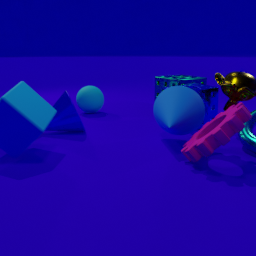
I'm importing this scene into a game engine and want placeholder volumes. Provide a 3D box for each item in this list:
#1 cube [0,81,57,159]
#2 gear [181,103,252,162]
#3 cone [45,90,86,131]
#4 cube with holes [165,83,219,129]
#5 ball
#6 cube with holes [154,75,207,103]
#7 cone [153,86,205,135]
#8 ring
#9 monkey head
[{"bbox_3d":[-2.470,-0.197,6.327,1.072,1.072,1.072,-39,19,20],"label":"cube"},{"bbox_3d":[1.866,0.096,6.017,1.605,0.297,1.605,-41,-1,-1],"label":"gear"},{"bbox_3d":[-2.138,-0.220,8.215,1.342,1.337,1.337,-26,21,-9],"label":"cone"},{"bbox_3d":[2.015,-0.715,9.003,1.205,1.205,1.205,-10,18,-20],"label":"cube with holes"},{"bbox_3d":[-1.450,-1.090,10.748,1.048,1.048,1.048,0,16,0],"label":"ball"},{"bbox_3d":[1.981,-1.266,10.761,1.383,1.383,1.383,-9,18,-29],"label":"cube with holes"},{"bbox_3d":[1.146,-0.228,6.905,1.377,1.377,1.382,5,21,17],"label":"cone"},{"bbox_3d":[3.598,0.010,6.743,1.811,0.362,1.811,-19,32,12],"label":"ring"},{"bbox_3d":[3.182,-1.051,8.164,1.574,1.133,0.949,22,41,17],"label":"monkey head"}]
